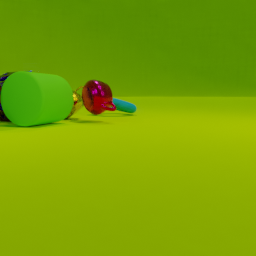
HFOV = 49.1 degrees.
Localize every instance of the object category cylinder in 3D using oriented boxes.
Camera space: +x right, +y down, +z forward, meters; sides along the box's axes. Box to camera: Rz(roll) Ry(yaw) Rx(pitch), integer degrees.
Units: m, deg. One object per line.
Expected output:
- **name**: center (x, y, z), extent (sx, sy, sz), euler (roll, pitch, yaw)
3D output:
- **cylinder**: center (-2.427, -0.794, 7.628), extent (1.382, 1.382, 1.382), euler (3, 7, 21)

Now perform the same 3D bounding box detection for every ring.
- **ring**: center (-0.527, -0.952, 11.328), extent (1.794, 0.359, 1.794), euler (14, 0, 0)

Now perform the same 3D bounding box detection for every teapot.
- **teapot**: center (-0.896, -0.975, 8.480), extent (0.836, 1.062, 1.708), euler (-14, 42, -32)
- **teapot**: center (-2.068, -0.814, 9.494), extent (1.677, 0.821, 1.043), euler (-39, 4, 6)

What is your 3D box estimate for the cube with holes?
- **cube with holes**: center (-3.583, -0.987, 8.678), extent (1.170, 1.170, 1.170), euler (4, 33, 31)
